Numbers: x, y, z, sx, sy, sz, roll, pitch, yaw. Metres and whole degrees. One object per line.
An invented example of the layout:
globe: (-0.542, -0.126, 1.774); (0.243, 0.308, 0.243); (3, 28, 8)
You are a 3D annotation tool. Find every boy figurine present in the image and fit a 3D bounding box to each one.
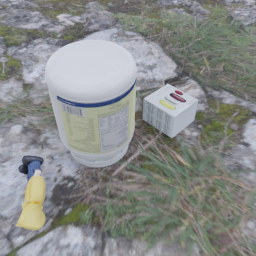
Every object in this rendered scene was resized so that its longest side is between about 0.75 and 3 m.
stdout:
boy figurine: (-2.202, 1.522, 6.347); (0.592, 1.143, 1.839); (15, 35, -27)

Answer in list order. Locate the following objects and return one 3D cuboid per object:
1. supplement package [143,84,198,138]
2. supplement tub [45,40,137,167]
supplement package: (1.278, -0.554, 8.595); (1.143, 0.879, 1.195); (-34, 53, -30)
supplement tub: (-0.830, -0.503, 7.114); (2.056, 2.835, 2.056); (1, 48, -1)
